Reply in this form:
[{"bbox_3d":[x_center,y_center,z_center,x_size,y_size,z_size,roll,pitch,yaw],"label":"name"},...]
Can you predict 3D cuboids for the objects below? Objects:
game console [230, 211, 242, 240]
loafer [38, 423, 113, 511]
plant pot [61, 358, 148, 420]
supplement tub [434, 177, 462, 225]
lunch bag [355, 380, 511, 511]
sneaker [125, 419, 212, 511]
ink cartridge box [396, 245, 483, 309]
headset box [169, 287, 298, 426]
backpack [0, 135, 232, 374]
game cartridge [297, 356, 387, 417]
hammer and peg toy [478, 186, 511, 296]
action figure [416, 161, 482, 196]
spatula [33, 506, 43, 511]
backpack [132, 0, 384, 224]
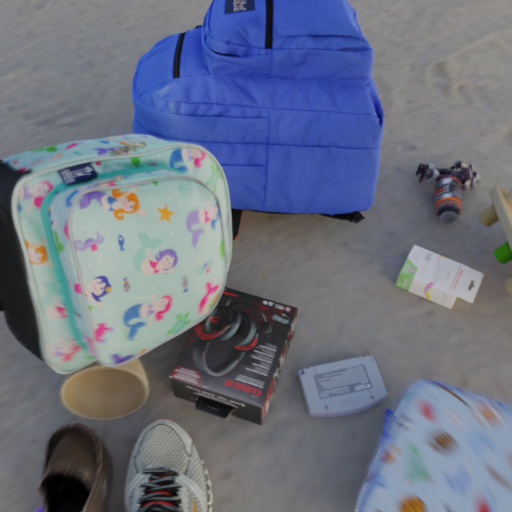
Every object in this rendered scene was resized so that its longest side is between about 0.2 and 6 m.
[{"bbox_3d":[-1.029,-0.857,11.033,1.495,0.232,1.322,8,39,0],"label":"game console"},{"bbox_3d":[-2.412,3.011,7.485,0.912,0.887,2.498,-20,29,-15],"label":"loafer"},{"bbox_3d":[-2.324,1.818,8.688,1.259,1.259,0.845,-8,39,-6],"label":"plant pot"},{"bbox_3d":[3.832,-1.091,11.175,0.525,0.525,0.982,9,50,7],"label":"supplement tub"},{"bbox_3d":[2.617,3.075,7.590,2.221,1.047,2.772,13,49,31],"label":"lunch bag"},{"bbox_3d":[-1.111,3.492,7.187,1.223,1.290,3.141,-4,44,-10],"label":"sneaker"},{"bbox_3d":[3.310,0.430,10.137,1.323,0.445,0.775,25,56,18],"label":"ink cartridge box"},{"bbox_3d":[-0.347,1.637,9.013,1.527,0.771,2.055,16,54,12],"label":"headset box"},{"bbox_3d":[-1.855,-0.229,8.251,2.599,3.064,3.452,16,29,38],"label":"backpack"},{"bbox_3d":[1.387,2.118,8.998,1.297,0.262,0.865,-9,50,-7],"label":"game cartridge"},{"bbox_3d":[5.104,0.306,9.450,2.208,1.059,3.002,18,48,-27],"label":"hammer and peg toy"},{"bbox_3d":[4.079,-1.679,11.743,1.325,0.459,0.862,7,50,-1],"label":"action figure"},{"bbox_3d":[-2.021,4.070,7.400,2.483,0.255,0.702,24,48,7],"label":"spatula"},{"bbox_3d":[-0.129,-2.955,10.660,4.461,3.743,3.625,-2,37,1],"label":"backpack"}]
